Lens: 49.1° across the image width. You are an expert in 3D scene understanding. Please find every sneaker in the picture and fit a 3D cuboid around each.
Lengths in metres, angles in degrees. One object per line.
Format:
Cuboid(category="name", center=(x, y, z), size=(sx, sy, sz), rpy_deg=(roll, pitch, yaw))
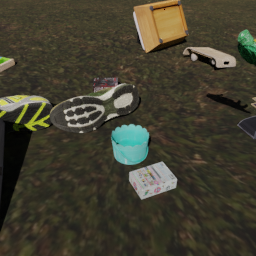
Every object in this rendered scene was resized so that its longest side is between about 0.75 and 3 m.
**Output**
Cuboid(category="sneaker", center=(-1.084, -0.653, 8.608), size=(2.859, 1.099, 1.267), rpy_deg=(-18, 21, -30))
Cuboid(category="sneaker", center=(-3.649, -0.360, 8.051), size=(2.918, 1.100, 1.115), rpy_deg=(-4, 26, -24))

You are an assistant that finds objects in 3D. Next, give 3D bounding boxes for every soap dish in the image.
Cuboid(category="soap dish", center=(1.715, -5.119, 13.818), size=(2.753, 2.166, 1.118), rpy_deg=(-27, 17, -34))

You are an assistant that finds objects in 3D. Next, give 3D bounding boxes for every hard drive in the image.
Cuboid(category="hard drive", center=(3.954, -0.078, 8.180), size=(1.219, 0.258, 0.822), rpy_deg=(-11, 36, -15))

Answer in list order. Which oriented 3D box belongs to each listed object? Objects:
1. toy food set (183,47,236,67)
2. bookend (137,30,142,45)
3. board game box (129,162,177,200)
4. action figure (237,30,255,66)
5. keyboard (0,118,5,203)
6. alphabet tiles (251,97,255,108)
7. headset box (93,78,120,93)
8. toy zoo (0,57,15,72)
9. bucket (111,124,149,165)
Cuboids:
Cuboid(category="toy food set", center=(3.611, -3.100, 12.442), size=(1.406, 0.592, 1.959), rpy_deg=(-11, 36, -36))
Cuboid(category="bookend", center=(1.279, -5.158, 14.512), size=(1.489, 1.498, 0.690), rpy_deg=(-19, 39, -24))
Cuboid(category="board game box", center=(0.556, 1.172, 6.341), size=(0.885, 0.284, 0.653), rpy_deg=(-13, 36, -20))
Cuboid(category="action figure", center=(2.771, -1.471, 5.799), size=(1.717, 0.470, 1.014), rpy_deg=(26, 12, -36))
Cuboid(category="keyboard", center=(-3.266, 0.731, 5.565), size=(1.507, 0.574, 2.895), rpy_deg=(8, 49, -30))
Cuboid(category="alphabet tiles", center=(5.146, -0.737, 9.326), size=(1.835, 0.058, 1.527), rpy_deg=(-12, 36, -16))
Cuboid(category="headset box", center=(-0.758, -1.523, 10.187), size=(0.995, 0.373, 0.739), rpy_deg=(0, 34, -1))
Cuboid(category="toy zoo", center=(-6.553, -2.737, 12.044), size=(2.723, 0.279, 1.787), rpy_deg=(13, 37, 19))
Cuboid(category="bucket", center=(0.058, 0.425, 7.115), size=(0.985, 0.641, 0.985), rpy_deg=(0, 35, 0))
